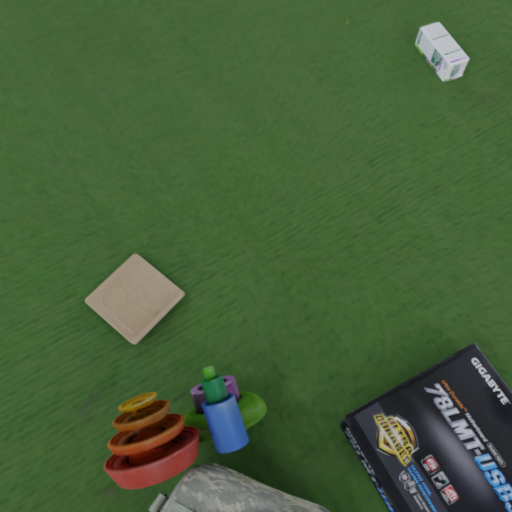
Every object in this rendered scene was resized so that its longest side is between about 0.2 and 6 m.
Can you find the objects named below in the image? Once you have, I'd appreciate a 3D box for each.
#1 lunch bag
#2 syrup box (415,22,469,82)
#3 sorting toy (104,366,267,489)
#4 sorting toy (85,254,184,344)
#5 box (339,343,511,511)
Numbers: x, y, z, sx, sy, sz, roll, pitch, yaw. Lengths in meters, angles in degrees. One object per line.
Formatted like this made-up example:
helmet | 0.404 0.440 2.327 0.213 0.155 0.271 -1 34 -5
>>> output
lunch bag | -0.122 3.211 6.235 2.049 1.719 1.428 20 64 10
syrup box | 3.533 -3.895 10.694 0.445 0.430 1.093 -20 65 -10
sorting toy | -0.776 1.818 6.663 2.289 1.376 0.940 -19 92 -53
sorting toy | -1.826 0.642 8.467 1.164 0.212 1.078 35 67 22
box | 2.585 2.588 7.248 2.201 0.551 2.218 -25 66 -12
